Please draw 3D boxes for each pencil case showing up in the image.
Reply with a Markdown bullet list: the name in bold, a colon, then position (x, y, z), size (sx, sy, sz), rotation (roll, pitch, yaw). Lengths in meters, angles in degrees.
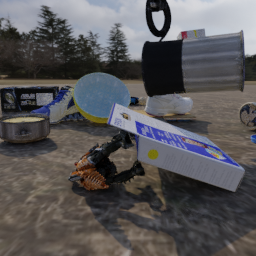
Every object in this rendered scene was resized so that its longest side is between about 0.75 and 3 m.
- **pencil case**: position (5.266, -0.576, 10.478), size (2.509, 1.122, 0.976), rotation (-7, 30, -32)

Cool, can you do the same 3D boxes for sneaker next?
- **sneaker**: position (1.887, -1.215, 11.894), size (2.626, 1.308, 0.983), rotation (-9, 23, -38)
- **sneaker**: position (-2.874, -1.031, 11.857), size (2.589, 1.495, 1.046), rotation (-11, 15, -43)

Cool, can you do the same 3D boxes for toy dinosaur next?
- **toy dinosaur**: position (-0.446, 0.759, 5.090), size (1.358, 1.022, 2.001), rotation (-23, 30, -4)

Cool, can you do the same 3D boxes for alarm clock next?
- **alarm clock**: position (-3.123, 0.044, 8.426), size (1.513, 0.747, 2.243), rotation (-3, 10, -17)

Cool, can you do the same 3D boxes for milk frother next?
- **milk frother**: position (1.828, -2.466, 7.931), size (2.638, 2.804, 2.531), rotation (-1, 30, 18)

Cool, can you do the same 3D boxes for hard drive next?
- **hard drive**: position (0.731, -0.046, 9.852), size (1.460, 0.344, 2.092), rotation (0, 11, -2)

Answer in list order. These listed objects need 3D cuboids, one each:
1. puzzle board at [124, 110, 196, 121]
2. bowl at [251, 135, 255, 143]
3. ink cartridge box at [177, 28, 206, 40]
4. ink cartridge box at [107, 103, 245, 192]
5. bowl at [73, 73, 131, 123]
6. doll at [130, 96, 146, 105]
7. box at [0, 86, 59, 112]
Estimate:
- **puzzle board**: position (1.318, -0.559, 12.715), size (2.987, 0.260, 2.251), rotation (0, 10, -3)
- **bowl**: position (4.088, 0.357, 8.356), size (0.788, 0.155, 0.788), rotation (0, 11, 0)
- **ink cartridge box**: position (2.727, -3.909, 12.101), size (1.057, 0.441, 0.767), rotation (-9, -1, -3)
- **ink cartridge box**: position (0.758, 0.277, 5.914), size (2.530, 0.595, 2.500), rotation (17, 12, -4)
- **bowl**: position (-1.177, -1.051, 11.844), size (2.361, 2.361, 1.270), rotation (-4, -30, -18)
- **doll**: position (-0.031, -1.833, 18.083), size (2.487, 0.603, 1.697), rotation (11, 7, 19)
- **box**: position (-5.425, -1.711, 15.858), size (2.869, 1.236, 2.350), rotation (-2, 11, -8)
